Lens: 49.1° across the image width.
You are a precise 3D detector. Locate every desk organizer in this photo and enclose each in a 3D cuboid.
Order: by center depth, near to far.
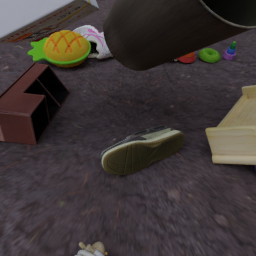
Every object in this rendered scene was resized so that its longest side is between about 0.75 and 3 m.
[{"bbox_3d":[-2.488,-0.752,7.502,1.045,0.974,2.715,7,37,5],"label":"desk organizer"}]

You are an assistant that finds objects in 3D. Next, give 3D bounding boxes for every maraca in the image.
[{"bbox_3d":[-2.487,-2.892,10.232,2.262,1.210,1.551,1,54,2],"label":"maraca"}]

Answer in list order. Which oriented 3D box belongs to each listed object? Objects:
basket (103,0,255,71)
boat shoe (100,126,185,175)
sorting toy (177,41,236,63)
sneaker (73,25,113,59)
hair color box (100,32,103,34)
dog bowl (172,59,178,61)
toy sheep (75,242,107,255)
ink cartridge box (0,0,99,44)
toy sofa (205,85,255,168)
[{"bbox_3d":[0.913,-2.282,5.255,2.644,1.995,2.933,-33,11,-29],"label":"basket"},{"bbox_3d":[0.276,0.418,6.131,2.073,0.741,0.681,-16,32,-28],"label":"boat shoe"},{"bbox_3d":[3.029,-3.031,10.617,2.387,0.822,0.828,-2,48,-7],"label":"sorting toy"},{"bbox_3d":[-1.520,-3.393,11.124,2.422,0.985,1.069,26,41,32],"label":"sneaker"},{"bbox_3d":[-0.632,-4.012,12.421,0.823,0.474,1.484,27,45,33],"label":"hair color box"},{"bbox_3d":[1.582,-3.277,10.676,0.539,1.462,1.462,4,34,29],"label":"dog bowl"},{"bbox_3d":[-0.593,2.015,4.023,0.562,0.562,0.814,19,50,25],"label":"toy sheep"},{"bbox_3d":[-1.674,-2.516,4.783,1.634,1.627,2.249,-23,16,10],"label":"ink cartridge box"},{"bbox_3d":[2.927,-0.009,6.574,1.074,1.266,2.594,-2,27,43],"label":"toy sofa"}]
